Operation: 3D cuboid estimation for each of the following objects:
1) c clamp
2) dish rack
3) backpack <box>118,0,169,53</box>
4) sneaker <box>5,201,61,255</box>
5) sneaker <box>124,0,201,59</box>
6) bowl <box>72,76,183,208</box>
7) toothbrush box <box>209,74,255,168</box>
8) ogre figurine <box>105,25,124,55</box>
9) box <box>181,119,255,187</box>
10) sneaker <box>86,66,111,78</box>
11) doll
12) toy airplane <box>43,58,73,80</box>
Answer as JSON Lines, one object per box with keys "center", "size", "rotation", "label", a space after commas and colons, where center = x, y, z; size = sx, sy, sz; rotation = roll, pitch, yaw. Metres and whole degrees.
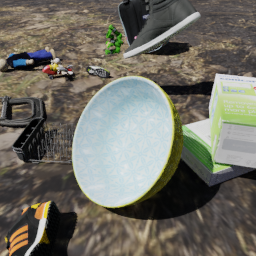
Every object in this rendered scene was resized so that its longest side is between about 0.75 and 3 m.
{"center": [-3.841, -0.594, 9.390], "size": [1.975, 0.313, 2.312], "rotation": [-8, 32, -22], "label": "c clamp"}
{"center": [-1.859, 0.360, 7.612], "size": [2.022, 0.552, 1.551], "rotation": [3, 34, 5], "label": "dish rack"}
{"center": [0.998, -5.371, 14.498], "size": [2.448, 2.758, 2.076], "rotation": [-3, 22, 29], "label": "backpack"}
{"center": [-1.811, 2.116, 4.891], "size": [0.847, 0.659, 1.883], "rotation": [-11, 31, 11], "label": "sneaker"}
{"center": [0.779, -3.427, 9.114], "size": [2.905, 1.441, 1.027], "rotation": [-25, 7, 37], "label": "sneaker"}
{"center": [0.189, 0.393, 6.291], "size": [2.751, 2.751, 1.480], "rotation": [34, 8, 41], "label": "bowl"}
{"center": [3.191, -0.260, 7.077], "size": [2.013, 1.190, 2.764], "rotation": [8, 32, 10], "label": "toothbrush box"}
{"center": [-0.479, -3.056, 9.883], "size": [0.603, 1.006, 0.493], "rotation": [5, -16, -39], "label": "ogre figurine"}
{"center": [2.700, 0.406, 7.600], "size": [2.771, 0.504, 2.000], "rotation": [-13, 35, -21], "label": "box"}
{"center": [-1.231, -2.504, 12.194], "size": [1.219, 0.450, 0.493], "rotation": [22, 35, 28], "label": "sneaker"}
{"center": [-4.783, -3.216, 13.085], "size": [2.686, 0.651, 1.833], "rotation": [-24, 38, -32], "label": "doll"}
{"center": [-2.906, -2.580, 11.953], "size": [1.143, 0.806, 1.138], "rotation": [11, 34, 17], "label": "toy airplane"}
